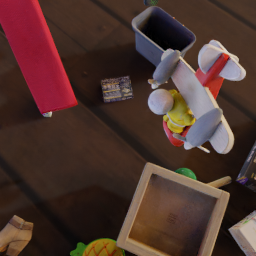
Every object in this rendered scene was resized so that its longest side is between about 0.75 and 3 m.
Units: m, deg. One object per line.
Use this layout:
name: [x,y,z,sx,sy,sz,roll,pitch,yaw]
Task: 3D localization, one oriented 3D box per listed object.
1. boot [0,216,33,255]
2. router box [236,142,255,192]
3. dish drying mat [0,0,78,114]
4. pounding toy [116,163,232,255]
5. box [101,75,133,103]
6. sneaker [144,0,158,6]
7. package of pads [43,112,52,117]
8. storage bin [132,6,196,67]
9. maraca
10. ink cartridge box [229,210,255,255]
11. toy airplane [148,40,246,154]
boot: [-3.457,3.025,8.044,1.398,0.491,1.022,17,63,5]
router box: [4.946,1.029,8.637,2.116,0.703,2.691,32,72,12]
dish drying mat: [-2.125,-1.731,6.500,1.089,0.258,2.836,-10,111,22]
pounding toy: [1.464,2.207,7.771,2.576,1.989,2.798,20,81,8]
box: [-0.385,-1.370,9.814,1.031,0.253,0.831,-10,68,-4]
sneaker: [0.705,-4.478,9.265,0.582,0.533,1.365,-5,53,26]
package of pads: [-2.719,-0.943,9.394,0.320,0.725,0.938,4,69,1]
storage bin: [1.202,-3.007,9.833,1.496,1.381,2.056,-42,75,-17]
maraca: [-0.852,3.588,7.611,1.613,0.863,1.106,-7,53,14]
ink cartridge box: [3.665,2.894,7.828,1.189,0.873,0.869,-29,72,-11]
toy airplane: [1.415,-0.763,6.577,1.876,2.658,2.646,-5,93,-16]
